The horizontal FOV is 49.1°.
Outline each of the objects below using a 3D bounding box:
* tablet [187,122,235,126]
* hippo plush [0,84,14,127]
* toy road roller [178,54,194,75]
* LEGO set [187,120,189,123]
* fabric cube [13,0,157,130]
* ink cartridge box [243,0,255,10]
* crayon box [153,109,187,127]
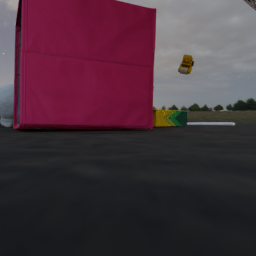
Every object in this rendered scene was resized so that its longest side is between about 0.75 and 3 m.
[{"bbox_3d":[3.593,-0.181,12.292,2.026,0.138,1.318,1,2,24],"label":"tablet"},{"bbox_3d":[-2.860,-0.757,8.553,2.197,2.176,2.732,-30,4,-7],"label":"hippo plush"},{"bbox_3d":[2.635,-2.912,12.661,0.539,0.878,0.641,16,-27,22],"label":"toy road roller"},{"bbox_3d":[2.204,-0.302,14.105,1.662,0.471,1.080,15,10,27],"label":"LEGO set"},{"bbox_3d":[-1.127,-1.248,6.282,2.601,2.609,2.559,1,0,-25],"label":"fabric cube"},{"bbox_3d":[3.563,-4.001,7.397,1.181,0.678,1.627,-47,-19,23],"label":"ink cartridge box"},{"bbox_3d":[0.811,-0.317,9.223,1.366,0.547,2.153,1,1,43],"label":"crayon box"}]
